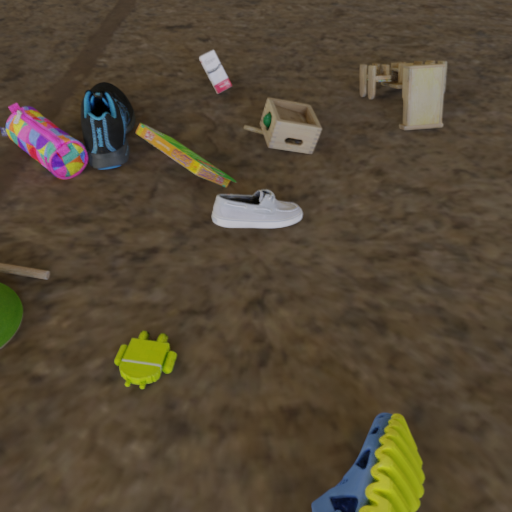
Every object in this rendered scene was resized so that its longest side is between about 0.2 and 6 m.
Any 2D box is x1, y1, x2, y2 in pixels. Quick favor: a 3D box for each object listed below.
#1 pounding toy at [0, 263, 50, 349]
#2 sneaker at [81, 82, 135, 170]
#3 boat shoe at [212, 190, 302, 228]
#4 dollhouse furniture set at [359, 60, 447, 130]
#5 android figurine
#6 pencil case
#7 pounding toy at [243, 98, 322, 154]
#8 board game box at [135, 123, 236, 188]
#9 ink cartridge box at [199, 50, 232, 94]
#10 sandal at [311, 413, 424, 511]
[{"bbox_3d":[-4.204,0.540,8.148,1.557,0.936,2.017,8,44,9],"label":"pounding toy"},{"bbox_3d":[-3.124,-3.070,11.804,1.069,1.196,2.921,-10,43,-10],"label":"sneaker"},{"bbox_3d":[0.055,-0.862,9.727,1.685,0.577,0.607,-1,30,-18],"label":"boat shoe"},{"bbox_3d":[3.473,-3.713,12.821,1.733,1.313,1.977,-6,21,-6],"label":"dollhouse furniture set"},{"bbox_3d":[-1.540,1.437,7.745,0.826,0.186,0.908,6,43,6],"label":"android figurine"},{"bbox_3d":[-4.249,-2.300,11.231,2.057,0.909,0.909,34,53,30],"label":"pencil case"},{"bbox_3d":[0.523,-2.679,11.737,1.257,0.894,1.157,5,41,-18],"label":"pounding toy"},{"bbox_3d":[-1.349,-1.907,10.806,2.069,0.310,0.988,34,11,31],"label":"board game box"},{"bbox_3d":[-0.955,-4.313,13.154,0.384,0.911,0.659,-28,16,1],"label":"ink cartridge box"},{"bbox_3d":[1.050,2.661,5.925,1.107,1.011,2.543,-14,21,36],"label":"sandal"}]
